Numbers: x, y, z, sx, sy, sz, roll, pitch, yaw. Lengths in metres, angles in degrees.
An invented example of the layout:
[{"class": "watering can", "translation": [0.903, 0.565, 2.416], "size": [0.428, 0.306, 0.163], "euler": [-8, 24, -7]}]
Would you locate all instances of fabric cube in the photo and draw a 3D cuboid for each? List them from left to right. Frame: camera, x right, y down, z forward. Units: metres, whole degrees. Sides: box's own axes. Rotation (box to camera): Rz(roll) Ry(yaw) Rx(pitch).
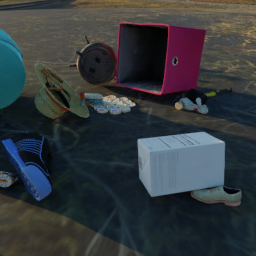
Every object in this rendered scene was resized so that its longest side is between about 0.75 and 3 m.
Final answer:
[{"class": "fabric cube", "translation": [1.193, -2.616, 10.395], "size": [2.313, 2.269, 2.305], "euler": [21, 25, 40]}]

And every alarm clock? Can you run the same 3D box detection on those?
[{"class": "alarm clock", "translation": [-0.977, -2.427, 11.201], "size": [2.442, 1.647, 0.813], "euler": [28, 13, -13]}]

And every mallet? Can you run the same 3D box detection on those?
[{"class": "mallet", "translation": [3.048, -1.308, 10.394], "size": [2.116, 0.435, 0.697], "euler": [-19, 38, -38]}]

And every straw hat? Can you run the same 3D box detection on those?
[{"class": "straw hat", "translation": [-2.354, -0.874, 8.812], "size": [0.971, 2.295, 2.295], "euler": [-41, 28, 11]}]

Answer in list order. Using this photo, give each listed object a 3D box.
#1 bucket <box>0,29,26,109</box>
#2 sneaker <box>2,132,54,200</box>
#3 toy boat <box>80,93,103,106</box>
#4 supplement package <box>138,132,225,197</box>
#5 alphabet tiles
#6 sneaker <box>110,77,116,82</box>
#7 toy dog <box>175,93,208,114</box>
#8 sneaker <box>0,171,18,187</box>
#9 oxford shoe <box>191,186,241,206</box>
[{"class": "bucket", "translation": [-4.827, -2.016, 9.374], "size": [2.803, 2.803, 1.824], "euler": [-15, 35, -26]}, {"class": "sneaker", "translation": [-2.026, 0.654, 6.163], "size": [0.920, 0.828, 2.361], "euler": [-25, 35, -26]}, {"class": "toy boat", "translation": [-1.333, -0.974, 9.576], "size": [0.770, 0.426, 0.916], "euler": [7, 7, 31]}, {"class": "supplement package", "translation": [1.070, 0.699, 5.800], "size": [1.554, 0.942, 0.930], "euler": [-6, 14, -11]}, {"class": "alphabet tiles", "translation": [-0.515, -0.825, 9.732], "size": [1.386, 0.103, 1.417], "euler": [-14, 31, -24]}, {"class": "sneaker", "translation": [-0.395, -2.297, 12.233], "size": [1.481, 0.554, 0.738], "euler": [-22, 11, -30]}, {"class": "toy dog", "translation": [2.133, -0.843, 9.315], "size": [1.080, 0.520, 0.712], "euler": [8, 29, 14]}, {"class": "sneaker", "translation": [-2.766, 1.073, 5.976], "size": [0.884, 0.346, 0.342], "euler": [8, 6, 17]}, {"class": "oxford shoe", "translation": [1.732, 1.267, 5.513], "size": [0.958, 0.354, 0.339], "euler": [4, 28, 7]}]
